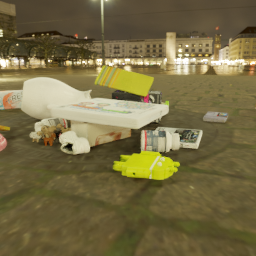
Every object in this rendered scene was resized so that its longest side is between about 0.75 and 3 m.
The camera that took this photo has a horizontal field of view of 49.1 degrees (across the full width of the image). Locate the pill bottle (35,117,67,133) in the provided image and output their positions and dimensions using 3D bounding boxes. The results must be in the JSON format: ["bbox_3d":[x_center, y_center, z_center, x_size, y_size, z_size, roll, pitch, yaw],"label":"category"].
[{"bbox_3d":[-2.690,-0.071,9.786,0.563,0.563,1.017,13,19,43],"label":"pill bottle"}]

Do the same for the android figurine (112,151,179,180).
[{"bbox_3d":[0.437,0.866,6.553,1.485,0.305,1.351,3,14,20],"label":"android figurine"}]

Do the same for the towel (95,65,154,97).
[{"bbox_3d":[-0.167,-1.931,11.555,2.320,0.999,0.210,17,-24,17],"label":"towel"}]

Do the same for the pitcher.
[{"bbox_3d":[-2.888,-1.042,11.765,2.935,1.779,2.518,7,20,-21],"label":"pitcher"}]

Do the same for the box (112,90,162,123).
[{"bbox_3d":[0.390,-0.936,11.862,2.028,1.240,1.075,2,14,10],"label":"box"}]

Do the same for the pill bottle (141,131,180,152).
[{"bbox_3d":[0.890,0.378,7.857,1.035,0.619,0.619,1,14,0],"label":"pill bottle"}]

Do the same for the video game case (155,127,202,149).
[{"bbox_3d":[1.547,0.290,9.104,1.568,0.201,1.725,4,14,18],"label":"video game case"}]

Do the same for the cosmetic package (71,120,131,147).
[{"bbox_3d":[-0.836,-0.001,9.022,1.808,0.789,0.935,-11,20,-41],"label":"cosmetic package"}]

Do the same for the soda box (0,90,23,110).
[{"bbox_3d":[-5.812,-1.602,15.305,2.850,0.906,0.975,-10,17,-33],"label":"soda box"}]

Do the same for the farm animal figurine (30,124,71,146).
[{"bbox_3d":[-2.375,0.123,8.931,1.117,0.589,1.129,8,16,30],"label":"farm animal figurine"}]

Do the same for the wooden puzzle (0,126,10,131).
[{"bbox_3d":[-5.241,0.037,9.312,2.122,0.248,1.432,-1,-9,5],"label":"wooden puzzle"}]

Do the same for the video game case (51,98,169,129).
[{"bbox_3d":[-0.472,-0.551,8.901,2.875,0.341,2.617,8,16,24],"label":"video game case"}]

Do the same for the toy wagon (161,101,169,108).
[{"bbox_3d":[0.932,-0.996,13.704,1.967,0.502,2.536,3,15,13],"label":"toy wagon"}]

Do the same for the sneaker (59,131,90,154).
[{"bbox_3d":[-1.678,0.428,7.947,0.645,0.506,1.298,-16,20,-40],"label":"sneaker"}]

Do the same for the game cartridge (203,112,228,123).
[{"bbox_3d":[3.860,-0.502,12.251,0.916,0.271,1.414,1,13,23],"label":"game cartridge"}]

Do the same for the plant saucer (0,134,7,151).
[{"bbox_3d":[-4.636,0.382,8.031,2.086,0.529,2.086,0,13,0],"label":"plant saucer"}]
